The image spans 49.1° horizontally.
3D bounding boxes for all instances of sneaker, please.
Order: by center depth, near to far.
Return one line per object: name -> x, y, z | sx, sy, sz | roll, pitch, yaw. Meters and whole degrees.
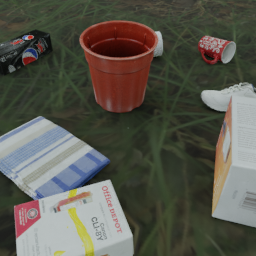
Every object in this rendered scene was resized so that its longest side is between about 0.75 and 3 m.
sneaker -> 3.378, -1.006, 8.689 | 2.160, 0.941, 0.805 | 7, 41, 10

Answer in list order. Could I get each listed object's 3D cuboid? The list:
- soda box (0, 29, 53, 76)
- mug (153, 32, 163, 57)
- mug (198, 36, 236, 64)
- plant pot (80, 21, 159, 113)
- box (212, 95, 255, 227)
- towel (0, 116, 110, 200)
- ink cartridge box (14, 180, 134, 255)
soda box -> -4.292, -3.101, 11.256 | 0.918, 0.822, 2.594 | 24, 46, 24
mug -> 0.719, -3.452, 11.658 | 1.167, 0.983, 1.331 | -8, 20, -5
mug -> 3.490, -3.229, 11.421 | 1.153, 0.866, 1.299 | -24, 42, -29
plant pot -> -0.250, -1.760, 8.538 | 2.196, 2.136, 2.196 | 0, 45, 0
box -> 2.641, 0.661, 6.071 | 1.207, 1.729, 2.271 | 10, 41, 12
towel -> -2.125, 0.739, 7.098 | 2.776, 0.330, 2.039 | 28, 46, 27
ink cartridge box -> -1.014, 1.940, 5.269 | 1.931, 0.805, 1.402 | -13, 42, -15
